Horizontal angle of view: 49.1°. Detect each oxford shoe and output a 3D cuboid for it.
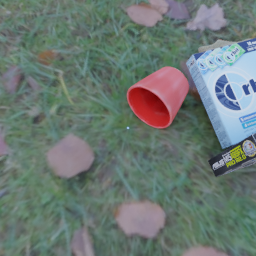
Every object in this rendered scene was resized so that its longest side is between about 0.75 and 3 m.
[{"bbox_3d":[2.836,-2.339,8.036,1.678,0.591,0.628,-19,74,-10],"label":"oxford shoe"}]

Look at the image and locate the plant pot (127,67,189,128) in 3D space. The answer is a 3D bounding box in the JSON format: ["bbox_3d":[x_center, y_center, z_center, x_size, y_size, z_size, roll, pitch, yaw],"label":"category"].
[{"bbox_3d":[0.842,-0.842,7.079,1.328,1.328,1.175,36,60,16],"label":"plant pot"}]

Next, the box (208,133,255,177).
[{"bbox_3d":[2.922,0.409,5.948,1.930,1.546,0.427,-13,70,-22],"label":"box"}]

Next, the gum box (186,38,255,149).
[{"bbox_3d":[2.862,-0.932,7.047,2.033,0.533,2.393,-18,80,-14],"label":"gum box"}]
